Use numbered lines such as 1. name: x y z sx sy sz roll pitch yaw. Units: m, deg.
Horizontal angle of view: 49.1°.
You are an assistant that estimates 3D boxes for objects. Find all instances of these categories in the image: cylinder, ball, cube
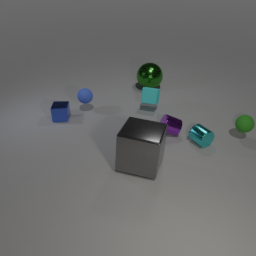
1. cylinder: 1.704 -0.120 11.196 0.700 0.700 0.700 20 29 -14
2. ball: 4.542 -0.166 10.893 0.700 0.700 0.700 0 32 0
3. ball: -1.938 -1.451 12.688 0.700 0.700 0.700 0 32 0
4. cube: 0.458 0.627 9.387 1.400 1.400 1.400 11 30 13
5. cube: -2.961 -0.720 12.345 0.700 0.700 0.700 -1 32 -1
6. ball: 1.156 -2.770 14.923 1.400 1.400 1.400 0 32 0
7. cylinder: 2.814 0.289 10.734 0.700 0.700 0.700 -18 36 -26
8. cube: 1.047 -1.485 12.899 0.700 0.700 0.700 10 10 15
